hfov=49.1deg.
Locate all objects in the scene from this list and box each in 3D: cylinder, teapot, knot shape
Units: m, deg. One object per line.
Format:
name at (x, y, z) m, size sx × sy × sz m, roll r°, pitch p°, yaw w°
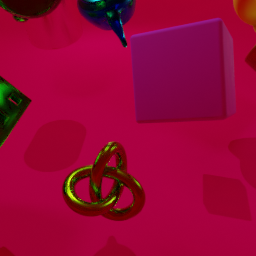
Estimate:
cylinder at (3.520, -1.516, 6.016) m, size 1.371 × 1.371 × 1.371 m, roll -33°, pitch 75°, yaw -37°
teapot at (3.150, -3.122, 6.491) m, size 1.232 × 1.982 × 0.970 m, roll 5°, pitch -2°, yaw -9°
cylinder at (-1.923, -2.886, 6.869) m, size 1.396 × 1.396 × 1.396 m, roll -3°, pitch 47°, yaw 3°
knot shape at (-0.351, 0.775, 3.710) m, size 1.034 × 1.105 × 0.511 m, roll -12°, pitch -2°, yaw -27°
teapot at (-1.033, -1.489, 2.816) m, size 0.744 × 1.197 × 0.586 m, roll 3°, pitch 51°, yaw -28°
teapot at (-0.255, -1.778, 4.074) m, size 0.887 × 0.699 × 1.427 m, roll -22°, pitch 57°, yaw 11°

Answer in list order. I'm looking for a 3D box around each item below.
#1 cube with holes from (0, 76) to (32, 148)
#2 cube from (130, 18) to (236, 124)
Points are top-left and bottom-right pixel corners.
cube with holes at (-2.305, -0.105, 3.717) m, size 1.192 × 1.192 × 1.192 m, roll -32°, pitch 29°, yaw 32°
cube at (0.506, -0.432, 2.417) m, size 0.716 × 0.716 × 0.716 m, roll -2°, pitch 4°, yaw 26°
